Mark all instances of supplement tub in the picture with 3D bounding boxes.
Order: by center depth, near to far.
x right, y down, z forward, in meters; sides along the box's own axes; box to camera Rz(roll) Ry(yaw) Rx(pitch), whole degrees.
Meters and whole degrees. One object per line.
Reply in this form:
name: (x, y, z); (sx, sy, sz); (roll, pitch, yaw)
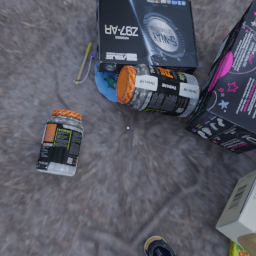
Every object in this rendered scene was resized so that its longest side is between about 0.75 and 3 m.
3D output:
supplement tub: (0.683, -0.885, 6.638); (1.762, 1.079, 1.079); (7, 76, -21)
supplement tub: (-1.592, 0.359, 6.715); (0.910, 0.910, 1.485); (9, 77, 2)

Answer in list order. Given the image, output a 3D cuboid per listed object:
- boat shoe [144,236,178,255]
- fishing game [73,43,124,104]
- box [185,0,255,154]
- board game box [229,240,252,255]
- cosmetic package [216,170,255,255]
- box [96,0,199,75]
boat shoe: (1.079, 3.332, 6.165); (0.750, 0.626, 2.010); (-34, 80, -9)
fishing game: (-0.034, -1.518, 7.430); (2.495, 0.388, 1.787); (20, 77, 2)
box: (2.773, -1.035, 6.544); (1.620, 1.865, 2.823); (26, 78, 3)
board game box: (2.651, 2.841, 6.466); (0.528, 0.247, 1.039); (9, 77, 2)
cosmetic package: (3.596, 2.359, 5.982); (2.929, 1.041, 1.541); (34, 62, 7)
box: (0.458, -2.428, 7.286); (2.543, 0.553, 2.037); (1, 75, -11)
